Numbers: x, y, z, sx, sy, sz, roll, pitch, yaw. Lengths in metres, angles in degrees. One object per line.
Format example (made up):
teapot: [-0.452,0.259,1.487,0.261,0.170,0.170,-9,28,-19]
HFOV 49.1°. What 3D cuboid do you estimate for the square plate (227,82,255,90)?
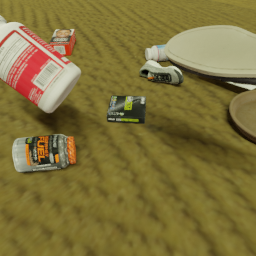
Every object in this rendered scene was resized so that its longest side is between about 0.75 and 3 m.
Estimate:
square plate: [4.157,-2.071,10.627,2.018,0.290,2.037,31,37,35]

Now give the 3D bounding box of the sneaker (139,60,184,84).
sneaker: [1.251,-1.976,10.551,1.904,0.704,0.755,25,53,37]

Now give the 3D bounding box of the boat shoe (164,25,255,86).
boat shoe: [1.925,-0.927,4.438,2.834,0.889,1.030,15,64,28]

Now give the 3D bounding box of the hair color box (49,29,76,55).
hair color box: [-3.062,-4.051,13.182,0.964,0.582,1.900,-2,38,-1]

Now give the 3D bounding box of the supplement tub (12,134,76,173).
supplement tub: [-2.045,0.619,6.993,1.421,0.870,0.870,-6,39,-7]

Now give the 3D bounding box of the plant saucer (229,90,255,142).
plant saucer: [4.575,-0.252,8.470,2.983,0.439,2.983,-1,39,0]

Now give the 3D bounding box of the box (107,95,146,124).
box: [-0.020,-0.622,9.052,1.194,0.294,1.236,1,38,6]

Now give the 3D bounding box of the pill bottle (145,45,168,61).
pill bottle: [1.398,-3.227,12.070,1.223,0.665,0.665,-9,39,-10]

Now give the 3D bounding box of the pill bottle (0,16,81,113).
pill bottle: [-2.246,-1.442,6.098,2.213,1.242,1.242,38,42,-7]
